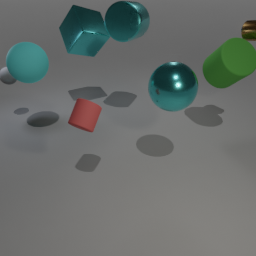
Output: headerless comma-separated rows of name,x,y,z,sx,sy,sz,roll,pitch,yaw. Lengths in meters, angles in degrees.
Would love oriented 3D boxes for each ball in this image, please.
ball,-3.481,-2.262,9.738,1.400,1.400,1.400,0,29,0
ball,-4.788,-2.092,11.226,0.700,0.700,0.700,0,29,0
ball,1.268,-1.160,7.918,1.400,1.400,1.400,0,29,0

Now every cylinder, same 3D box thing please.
cylinder,3.636,-2.296,10.095,1.400,1.400,1.400,-8,-8,-14
cylinder,4.441,-3.377,9.713,0.700,0.700,0.700,-18,25,-29
cylinder,-0.005,-4.069,10.680,1.400,1.400,1.400,9,25,16
cylinder,-1.128,-0.326,7.358,0.700,0.700,0.700,19,-9,3

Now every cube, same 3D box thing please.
cube,-1.861,-4.066,11.902,1.400,1.400,1.400,-5,66,-42
